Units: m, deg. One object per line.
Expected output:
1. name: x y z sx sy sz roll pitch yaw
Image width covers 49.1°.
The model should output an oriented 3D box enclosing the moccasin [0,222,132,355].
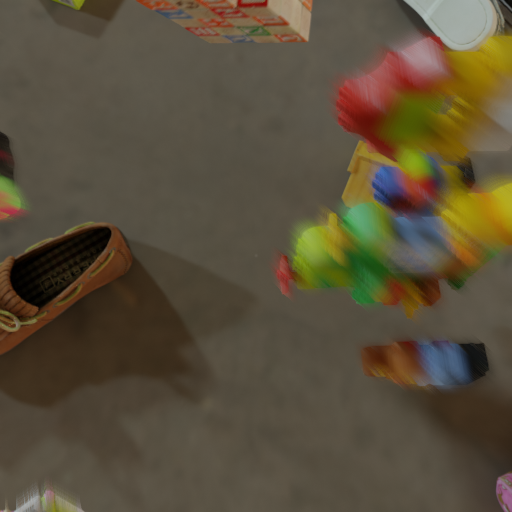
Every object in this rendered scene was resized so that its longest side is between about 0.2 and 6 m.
1. moccasin: -3.327 0.546 7.951 3.279 1.266 1.199 -26 76 -7

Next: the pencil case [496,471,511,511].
1. pencil case: 4.346 2.992 7.455 2.269 0.939 0.982 -23 32 -6

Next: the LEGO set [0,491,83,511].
1. LEGO set: -2.336 2.676 5.110 0.834 2.240 1.031 -37 47 22

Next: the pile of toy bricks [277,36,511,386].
1. pile of toy bricks: 1.220 0.025 5.576 2.010 4.072 2.259 -1 65 -2

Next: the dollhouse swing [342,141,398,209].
1. dollhouse swing: 1.923 -1.209 9.025 0.954 0.838 0.867 21 34 6

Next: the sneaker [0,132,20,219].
1. sneaker: -2.761 -0.800 5.392 0.853 2.222 0.931 -11 100 -24

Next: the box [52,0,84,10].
1. box: -3.294 -5.252 10.075 0.923 0.361 1.514 22 76 5

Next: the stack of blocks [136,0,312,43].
1. stack of blocks: -0.427 -3.045 6.185 1.437 2.495 0.731 9 98 22

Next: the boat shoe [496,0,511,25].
1. boat shoe: 5.110 -4.147 9.446 1.022 0.946 2.769 -35 77 -9

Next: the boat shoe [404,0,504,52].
1. boat shoe: 3.198 -4.806 9.777 1.059 1.248 3.427 0 59 -45
